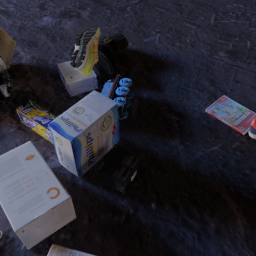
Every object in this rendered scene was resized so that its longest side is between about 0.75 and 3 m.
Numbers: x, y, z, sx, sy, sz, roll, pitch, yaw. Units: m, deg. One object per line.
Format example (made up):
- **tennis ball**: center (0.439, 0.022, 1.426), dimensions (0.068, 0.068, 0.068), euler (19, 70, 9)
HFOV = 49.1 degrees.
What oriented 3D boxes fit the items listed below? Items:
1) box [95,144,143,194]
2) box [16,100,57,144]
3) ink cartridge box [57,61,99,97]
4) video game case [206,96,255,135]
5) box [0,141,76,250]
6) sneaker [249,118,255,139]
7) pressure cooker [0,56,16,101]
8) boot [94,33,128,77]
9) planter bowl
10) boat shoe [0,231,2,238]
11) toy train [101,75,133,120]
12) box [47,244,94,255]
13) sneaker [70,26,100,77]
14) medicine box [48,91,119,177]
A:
- **box**: center (-0.288, 1.423, 9.875), dimensions (1.187, 0.679, 1.303), euler (25, 52, 19)
- **box**: center (-3.447, -0.221, 11.323), dimensions (2.275, 0.797, 0.731), euler (30, 54, 25)
- **ink cartridge box**: center (-2.475, -2.600, 13.523), dimensions (1.453, 0.813, 2.130), euler (-19, 52, -17)
- **video game case**: center (4.558, -0.602, 12.114), dimensions (1.379, 0.168, 1.929), euler (-34, 55, -27)
- **box**: center (-3.123, 2.015, 8.869), dimensions (1.711, 1.341, 2.750), euler (-29, 53, -25)
- **sneaker**: center (5.800, 0.101, 10.697), dimensions (2.133, 0.901, 0.799), euler (11, 36, 22)
- **pressure cooker**: center (-6.183, -2.135, 12.277), dimensions (2.382, 2.128, 2.095), euler (-7, 62, -6)
- **boot**: center (-0.825, -3.936, 14.563), dimensions (2.202, 1.108, 2.945), euler (-23, 51, -21)
- **planter bowl**: center (-6.564, -3.873, 13.928), dimensions (1.630, 2.422, 2.422), euler (16, 42, -24)
- **boat shoe**: center (-4.261, 3.369, 8.333), dimensions (0.978, 0.292, 0.349), euler (-29, 53, -24)
- **toy train**: center (-0.610, -1.331, 12.222), dimensions (1.421, 1.078, 2.486), euler (4, 47, 12)
- **box**: center (-1.396, 4.132, 7.178), dimensions (1.783, 0.936, 1.640), euler (11, 47, 11)
- **sneaker**: center (-1.632, -3.183, 11.638), dimensions (0.933, 1.078, 2.387), euler (3, 64, 30)
- **medicine box**: center (-1.461, 0.209, 10.046), dimensions (1.172, 2.074, 2.278), euler (30, 54, 25)
